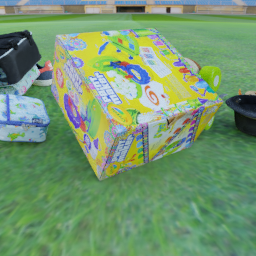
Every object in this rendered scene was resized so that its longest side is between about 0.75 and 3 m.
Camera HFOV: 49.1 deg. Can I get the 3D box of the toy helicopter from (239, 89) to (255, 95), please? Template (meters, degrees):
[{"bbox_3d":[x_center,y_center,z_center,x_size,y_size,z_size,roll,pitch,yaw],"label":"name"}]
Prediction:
[{"bbox_3d":[4.334,-0.946,9.848,1.005,0.599,1.519,15,38,22],"label":"toy helicopter"}]

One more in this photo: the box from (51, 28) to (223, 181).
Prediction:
[{"bbox_3d":[0.045,-0.782,6.730,2.798,1.772,2.905,-15,58,-30],"label":"box"}]

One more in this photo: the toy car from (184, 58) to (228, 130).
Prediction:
[{"bbox_3d":[2.074,-1.126,8.845,2.133,2.049,2.597,18,19,37],"label":"toy car"}]

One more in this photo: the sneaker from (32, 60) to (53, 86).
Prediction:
[{"bbox_3d":[-4.679,-2.597,12.516,2.869,1.212,1.075,1,24,3],"label":"sneaker"}]

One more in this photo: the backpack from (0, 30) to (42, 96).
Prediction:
[{"bbox_3d":[-4.970,-2.358,10.569,2.925,2.202,2.596,-1,38,10],"label":"backpack"}]

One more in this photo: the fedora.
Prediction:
[{"bbox_3d":[3.709,-0.311,8.105,1.903,0.869,1.903,0,25,0],"label":"fedora"}]

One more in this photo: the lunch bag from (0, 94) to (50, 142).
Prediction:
[{"bbox_3d":[-3.019,-0.304,7.820,1.442,0.740,1.794,5,27,-25],"label":"lunch bag"}]
